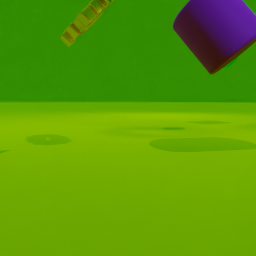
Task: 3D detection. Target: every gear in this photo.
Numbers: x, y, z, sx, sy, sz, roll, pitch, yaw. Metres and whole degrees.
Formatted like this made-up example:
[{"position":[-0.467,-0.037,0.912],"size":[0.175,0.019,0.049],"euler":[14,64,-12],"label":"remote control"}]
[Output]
[{"position":[-0.896,-2.378,6.134],"size":[1.405,0.260,1.405],"euler":[-41,17,15],"label":"gear"}]

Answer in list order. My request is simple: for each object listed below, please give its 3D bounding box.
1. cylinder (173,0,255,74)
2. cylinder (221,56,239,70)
[{"position":[1.742,-1.923,5.454],"size":[1.264,1.264,1.264],"euler":[-37,-6,-4],"label":"cylinder"},{"position":[3.246,-2.844,10.089],"size":[1.123,1.123,1.123],"euler":[26,-5,-23],"label":"cylinder"}]
